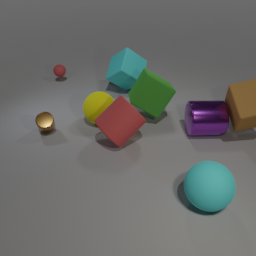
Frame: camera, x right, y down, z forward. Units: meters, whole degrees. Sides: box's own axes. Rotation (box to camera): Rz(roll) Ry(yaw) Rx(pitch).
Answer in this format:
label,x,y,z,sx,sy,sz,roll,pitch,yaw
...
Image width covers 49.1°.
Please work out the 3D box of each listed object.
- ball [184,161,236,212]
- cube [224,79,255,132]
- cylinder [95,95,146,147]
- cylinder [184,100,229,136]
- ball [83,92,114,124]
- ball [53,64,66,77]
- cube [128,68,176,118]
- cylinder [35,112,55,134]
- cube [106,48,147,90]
label,x,y,z,sx,sy,sz,roll,pitch,yaw
ball,2.290,1.632,7.906,1.400,1.400,1.400,0,32,0
cube,4.566,-0.861,10.442,1.400,1.400,1.400,-13,68,7
cylinder,-0.282,-0.254,10.450,1.400,1.400,1.400,-45,40,2
cylinder,3.096,-0.393,11.177,1.400,1.400,1.400,-1,32,-2
ball,-1.202,-0.845,11.912,1.400,1.400,1.400,0,32,0
ball,-3.886,-3.257,15.941,0.700,0.700,0.700,0,32,0
cube,0.986,-1.517,12.030,1.400,1.400,1.400,28,19,-14
cylinder,-3.328,-0.209,11.313,0.700,0.700,0.700,3,69,-8
cube,-0.074,-3.009,14.493,1.400,1.400,1.400,-15,56,51
